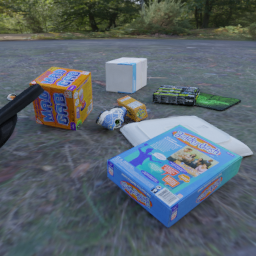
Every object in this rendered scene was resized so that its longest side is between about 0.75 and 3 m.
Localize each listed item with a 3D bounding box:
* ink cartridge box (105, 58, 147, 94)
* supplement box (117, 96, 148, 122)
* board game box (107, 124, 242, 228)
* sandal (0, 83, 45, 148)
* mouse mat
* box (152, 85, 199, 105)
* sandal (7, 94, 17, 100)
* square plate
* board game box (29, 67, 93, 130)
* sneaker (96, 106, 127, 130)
[{"bbox_3d":[0.019,-2.585,13.423,1.375,1.339,2.139,9,23,22],"label":"ink cartridge box"},{"bbox_3d":[0.132,-0.682,9.613,0.490,0.474,1.425,-23,28,-14],"label":"supplement box"},{"bbox_3d":[0.921,0.767,5.501,2.140,0.481,1.627,-23,39,-34],"label":"board game box"},{"bbox_3d":[-2.984,-0.015,6.649,2.719,0.651,1.022,-44,27,-19],"label":"sandal"},{"bbox_3d":[3.189,-1.156,11.512,2.341,0.088,1.883,17,28,40],"label":"mouse mat"},{"bbox_3d":[2.010,-1.381,11.536,1.693,0.402,1.635,6,25,17],"label":"box"},{"bbox_3d":[-4.715,-1.284,11.600,0.341,0.255,0.889,-19,28,-40],"label":"sandal"},{"bbox_3d":[1.426,0.218,7.610,2.674,0.384,2.699,-8,23,-18],"label":"square plate"},{"bbox_3d":[-2.004,-0.952,8.740,1.369,1.369,1.370,11,35,12],"label":"board game box"},{"bbox_3d":[-0.398,-0.275,8.810,0.601,0.590,1.560,35,29,13],"label":"sneaker"}]
